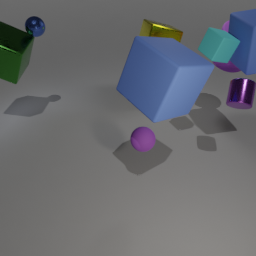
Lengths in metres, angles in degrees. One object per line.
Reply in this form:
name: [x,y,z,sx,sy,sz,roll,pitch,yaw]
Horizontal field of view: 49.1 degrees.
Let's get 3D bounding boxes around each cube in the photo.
cube: [-4.384,-2.724,10.117,1.400,1.400,1.400,21,43,-13]
cube: [1.294,-3.703,12.011,1.400,1.400,1.400,7,27,-18]
cube: [2.584,-2.358,8.007,0.700,0.700,0.700,-2,42,-33]
cube: [3.852,-2.557,8.136,1.400,1.400,1.400,-10,38,-4]
cube: [0.836,-1.170,6.556,1.400,1.400,1.400,-14,48,-44]

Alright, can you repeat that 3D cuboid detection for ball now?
ball: [0.413,0.310,7.755,0.700,0.700,0.700,0,33,0]
ball: [-3.300,-3.604,9.961,0.700,0.700,0.700,0,33,0]

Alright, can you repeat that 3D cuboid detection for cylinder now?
cylinder: [4.004,-3.056,10.490,1.400,1.400,1.400,3,56,-4]
cylinder: [3.179,-0.952,7.881,0.700,0.700,0.700,13,-7,2]
